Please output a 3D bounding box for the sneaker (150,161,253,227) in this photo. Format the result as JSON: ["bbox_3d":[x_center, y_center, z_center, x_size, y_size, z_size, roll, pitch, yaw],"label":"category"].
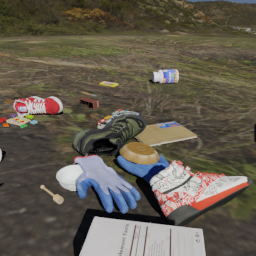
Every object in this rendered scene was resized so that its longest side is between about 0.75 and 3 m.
[{"bbox_3d":[1.569,1.147,6.060,2.282,0.762,1.223,-16,56,-27],"label":"sneaker"}]

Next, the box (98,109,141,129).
[{"bbox_3d":[-0.296,-0.281,10.480,1.040,0.303,1.519,11,26,25],"label":"box"}]

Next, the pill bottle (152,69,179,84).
[{"bbox_3d":[2.136,-2.951,16.125,1.411,0.791,0.791,-5,24,-9],"label":"pill bottle"}]

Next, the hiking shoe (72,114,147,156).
[{"bbox_3d":[-0.354,0.355,8.449,2.445,0.926,1.231,-21,36,-22],"label":"hiking shoe"}]

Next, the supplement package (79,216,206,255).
[{"bbox_3d":[0.210,2.078,4.035,1.678,1.017,1.005,3,23,8],"label":"supplement package"}]

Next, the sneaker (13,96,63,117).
[{"bbox_3d":[-3.672,-0.837,11.199,2.124,0.756,1.194,7,19,35],"label":"sneaker"}]

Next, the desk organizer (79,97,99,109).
[{"bbox_3d":[-1.735,-1.109,12.407,0.904,0.324,0.348,17,31,35],"label":"desk organizer"}]

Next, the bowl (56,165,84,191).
[{"bbox_3d":[-1.300,1.257,6.791,0.831,0.373,0.831,0,24,0],"label":"bowl"}]

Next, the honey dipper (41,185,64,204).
[{"bbox_3d":[-1.793,1.520,6.493,0.165,0.165,0.868,-21,27,-41],"label":"honey dipper"}]

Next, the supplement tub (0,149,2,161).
[{"bbox_3d":[-4.041,0.728,7.746,0.910,0.601,0.601,7,24,18],"label":"supplement tub"}]

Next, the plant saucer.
[{"bbox_3d":[0.329,0.630,7.526,1.092,0.193,1.092,10,21,-4],"label":"plant saucer"}]

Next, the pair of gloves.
[{"bbox_3d":[0.015,1.100,6.706,2.860,0.326,2.299,-2,23,-32],"label":"pair of gloves"}]

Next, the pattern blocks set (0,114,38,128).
[{"bbox_3d":[-4.184,-0.265,10.680,1.398,0.113,1.229,21,31,40],"label":"pattern blocks set"}]

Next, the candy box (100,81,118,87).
[{"bbox_3d":[-1.077,-2.484,15.865,0.966,0.128,0.494,13,24,28],"label":"candy box"}]

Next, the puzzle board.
[{"bbox_3d":[1.144,0.197,9.562,1.910,0.166,1.439,-9,24,-21],"label":"puzzle board"}]
